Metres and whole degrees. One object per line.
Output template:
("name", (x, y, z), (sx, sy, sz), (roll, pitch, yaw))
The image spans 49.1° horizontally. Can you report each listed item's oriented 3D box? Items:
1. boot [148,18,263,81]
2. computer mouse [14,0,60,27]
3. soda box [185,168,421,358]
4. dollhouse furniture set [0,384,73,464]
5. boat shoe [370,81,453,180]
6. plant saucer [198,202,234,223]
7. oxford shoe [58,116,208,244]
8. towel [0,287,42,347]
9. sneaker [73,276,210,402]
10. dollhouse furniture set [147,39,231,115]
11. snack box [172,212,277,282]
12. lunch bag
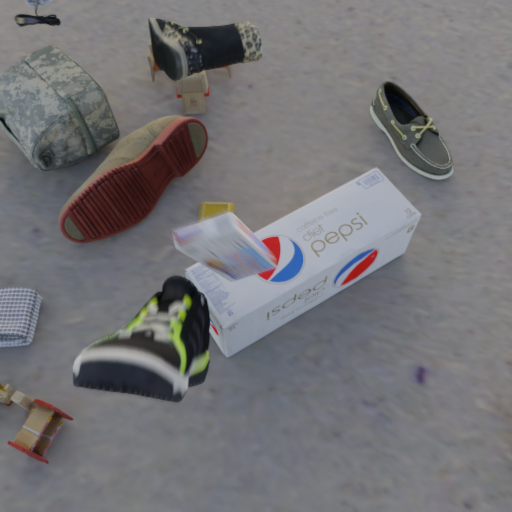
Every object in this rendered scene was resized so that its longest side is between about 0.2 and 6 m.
("boot", (-1.027, -4.010, 10.545), (1.746, 0.834, 2.312), (-16, 39, -14))
("computer mouse", (-3.630, -4.394, 9.497), (0.750, 0.300, 1.368), (-4, 67, 6))
("soda box", (0.899, 0.082, 10.524), (4.295, 1.463, 1.367), (-28, 63, -15))
("dollhouse furniture set", (-4.022, 2.797, 9.524), (1.552, 0.631, 0.835), (12, 59, 27))
("boat shoe", (3.524, -2.861, 12.648), (0.963, 0.806, 2.695), (-24, 62, -14))
("plant saucer", (-0.856, -0.857, 11.834), (0.745, 0.180, 0.745), (1, 59, 1))
("oxford shoe", (-2.725, -1.681, 11.911), (3.750, 1.321, 1.403), (-42, 44, -23))
("towel", (-4.764, 1.126, 10.445), (1.275, 0.546, 1.056), (-1, 59, -1))
("sneaker", (-1.344, 0.975, 7.422), (1.307, 3.644, 1.509), (8, 84, 3))
("dollhouse furniture set", (-1.578, -4.461, 13.681), (2.007, 1.034, 1.985), (-4, 48, -2))
("snack box", (-0.354, -0.055, 7.910), (0.808, 2.248, 0.273), (-19, 73, 11))
("lunch bag", (-4.556, -3.157, 12.284), (2.077, 1.725, 2.476), (-37, 65, -19))
